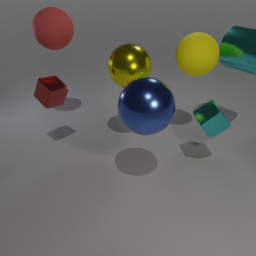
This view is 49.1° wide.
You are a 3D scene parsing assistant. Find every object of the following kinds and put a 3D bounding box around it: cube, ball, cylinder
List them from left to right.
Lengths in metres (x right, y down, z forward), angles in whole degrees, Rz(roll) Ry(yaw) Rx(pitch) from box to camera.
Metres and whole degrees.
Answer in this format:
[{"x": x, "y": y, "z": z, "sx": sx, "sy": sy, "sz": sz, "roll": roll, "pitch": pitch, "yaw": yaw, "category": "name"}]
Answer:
[{"x": -2.416, "y": -1.134, "z": 8.820, "sx": 0.700, "sy": 0.700, "sz": 0.700, "roll": 43, "pitch": 37, "yaw": 18, "category": "cube"}, {"x": -2.587, "y": -3.425, "z": 9.683, "sx": 1.400, "sy": 1.400, "sz": 1.400, "roll": 0, "pitch": 29, "yaw": 0, "category": "ball"}, {"x": 0.048, "y": -1.936, "z": 8.848, "sx": 1.400, "sy": 1.400, "sz": 1.400, "roll": 0, "pitch": 29, "yaw": 0, "category": "ball"}, {"x": 0.443, "y": -0.523, "z": 6.790, "sx": 1.400, "sy": 1.400, "sz": 1.400, "roll": 0, "pitch": 29, "yaw": 0, "category": "ball"}, {"x": 2.264, "y": -2.408, "z": 9.205, "sx": 1.400, "sy": 1.400, "sz": 1.400, "roll": 0, "pitch": 29, "yaw": 0, "category": "ball"}, {"x": 2.455, "y": -0.259, "z": 8.222, "sx": 0.700, "sy": 0.700, "sz": 0.700, "roll": -36, "pitch": 33, "yaw": 17, "category": "cube"}, {"x": 4.059, "y": -2.622, "z": 9.493, "sx": 1.400, "sy": 1.400, "sz": 1.400, "roll": -24, "pitch": 40, "yaw": -36, "category": "cylinder"}]
